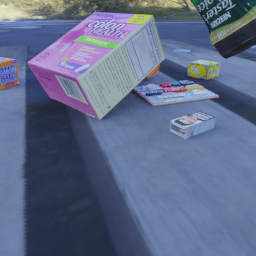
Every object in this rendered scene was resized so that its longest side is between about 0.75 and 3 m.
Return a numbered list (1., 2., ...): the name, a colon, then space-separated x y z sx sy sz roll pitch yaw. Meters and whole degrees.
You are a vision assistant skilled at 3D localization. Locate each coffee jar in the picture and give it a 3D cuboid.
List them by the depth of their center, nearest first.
1. coffee jar: 2.379 -3.328 7.038 1.267 2.970 1.549 -38 7 -40

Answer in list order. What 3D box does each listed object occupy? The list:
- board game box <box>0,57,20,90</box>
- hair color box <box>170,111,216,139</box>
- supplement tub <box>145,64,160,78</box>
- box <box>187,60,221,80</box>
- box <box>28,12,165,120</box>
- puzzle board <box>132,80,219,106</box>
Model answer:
1. board game box: -4.718 -2.018 10.272 0.941 0.942 0.941 12 28 25
2. hair color box: 1.592 -0.090 6.864 1.046 0.317 0.518 -17 30 -32
3. supplement tub: 0.256 -2.730 11.483 1.227 1.227 2.003 -21 33 -38
4. box: 3.129 -2.418 11.559 0.930 0.589 0.966 -20 31 -37
5. box: -0.915 -2.025 8.355 2.612 1.436 2.970 24 60 41
6. puzzle board: 1.557 -1.251 9.512 2.390 0.208 1.801 -9 26 -18
